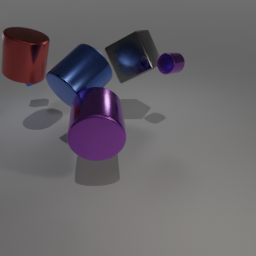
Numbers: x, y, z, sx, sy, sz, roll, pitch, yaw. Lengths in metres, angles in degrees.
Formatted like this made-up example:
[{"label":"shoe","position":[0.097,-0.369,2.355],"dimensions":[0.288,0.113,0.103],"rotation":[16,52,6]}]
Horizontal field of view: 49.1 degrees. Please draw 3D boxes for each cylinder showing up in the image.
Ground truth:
[{"label":"cylinder","position":[1.463,-2.206,9.554],"dimensions":[0.700,0.700,0.700],"rotation":[23,27,34]},{"label":"cylinder","position":[-3.366,-2.391,9.203],"dimensions":[1.400,1.400,1.400],"rotation":[13,32,-8]},{"label":"cylinder","position":[-0.792,-0.124,7.186],"dimensions":[1.400,1.400,1.400],"rotation":[-2,37,-4]},{"label":"cylinder","position":[-1.413,-1.492,8.237],"dimensions":[1.400,1.400,1.400],"rotation":[23,63,35]}]

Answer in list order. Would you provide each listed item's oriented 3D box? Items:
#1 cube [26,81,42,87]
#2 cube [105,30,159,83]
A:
[{"label":"cube","position":[-4.119,-2.322,11.910],"dimensions":[0.700,0.700,0.700],"rotation":[-18,44,7]},{"label":"cube","position":[0.241,-2.666,10.398],"dimensions":[1.400,1.400,1.400],"rotation":[-20,11,26]}]
